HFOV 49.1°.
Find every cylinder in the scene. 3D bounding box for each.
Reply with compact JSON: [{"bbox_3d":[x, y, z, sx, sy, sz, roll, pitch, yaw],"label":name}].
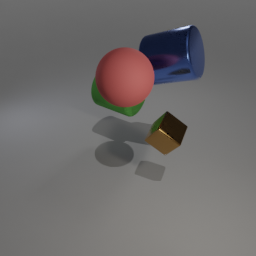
[{"bbox_3d":[-0.282,-1.248,9.486,1.400,1.400,1.400,22,38,27],"label":"cylinder"},{"bbox_3d":[1.216,-1.945,7.652,1.400,1.400,1.400,-2,27,32],"label":"cylinder"}]

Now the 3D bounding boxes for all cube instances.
[{"bbox_3d":[0.983,0.143,7.220,0.700,0.700,0.700,36,52,-8],"label":"cube"}]

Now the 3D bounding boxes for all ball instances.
[{"bbox_3d":[-0.076,-1.196,6.678,1.400,1.400,1.400,0,31,0],"label":"ball"}]
